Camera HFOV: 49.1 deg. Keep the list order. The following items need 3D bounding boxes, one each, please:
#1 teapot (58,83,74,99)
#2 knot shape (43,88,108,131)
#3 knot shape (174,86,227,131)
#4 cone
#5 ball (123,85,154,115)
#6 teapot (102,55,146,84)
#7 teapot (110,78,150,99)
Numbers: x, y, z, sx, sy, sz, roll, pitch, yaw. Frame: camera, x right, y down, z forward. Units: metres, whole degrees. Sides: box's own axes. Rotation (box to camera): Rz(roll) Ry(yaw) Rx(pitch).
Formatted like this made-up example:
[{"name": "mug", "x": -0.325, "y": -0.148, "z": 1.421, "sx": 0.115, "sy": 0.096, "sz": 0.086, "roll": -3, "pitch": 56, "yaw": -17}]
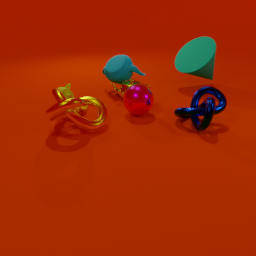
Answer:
[{"name": "teapot", "x": -2.056, "y": -0.988, "z": 9.084, "sx": 0.520, "sy": 0.660, "sz": 1.061, "roll": -8, "pitch": 60, "yaw": 38}, {"name": "knot shape", "x": -1.552, "y": -0.509, "z": 7.604, "sx": 1.788, "sy": 0.826, "sz": 1.673, "roll": 19, "pitch": 12, "yaw": 18}, {"name": "knot shape", "x": 2.067, "y": -0.497, "z": 7.813, "sx": 1.493, "sy": 0.690, "sz": 1.397, "roll": -29, "pitch": 24, "yaw": 14}, {"name": "cone", "x": 2.937, "y": -2.330, "z": 10.842, "sx": 1.646, "sy": 1.652, "sz": 1.646, "roll": -24, "pitch": 48, "yaw": 29}, {"name": "ball", "x": 0.321, "y": -0.852, "z": 8.551, "sx": 0.936, "sy": 0.936, "sz": 0.936, "roll": 0, "pitch": 28, "yaw": 0}, {"name": "teapot", "x": -0.225, "y": -2.088, "z": 10.274, "sx": 1.785, "sy": 0.874, "sz": 1.110, "roll": 5, "pitch": 63, "yaw": 32}, {"name": "teapot", "x": 0.060, "y": -1.385, "z": 9.817, "sx": 1.446, "sy": 0.708, "sz": 0.899, "roll": -1, "pitch": 27, "yaw": -3}]
